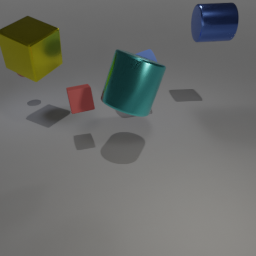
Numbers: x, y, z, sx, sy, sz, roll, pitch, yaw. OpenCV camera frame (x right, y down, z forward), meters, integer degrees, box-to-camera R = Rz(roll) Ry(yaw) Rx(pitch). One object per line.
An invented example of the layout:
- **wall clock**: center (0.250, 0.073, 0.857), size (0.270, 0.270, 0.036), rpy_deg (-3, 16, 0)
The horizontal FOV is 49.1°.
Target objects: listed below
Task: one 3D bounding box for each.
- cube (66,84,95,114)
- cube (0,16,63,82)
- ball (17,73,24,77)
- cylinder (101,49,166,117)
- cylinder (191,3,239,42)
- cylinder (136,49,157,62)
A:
- **cube**: center (-1.448, -0.898, 8.504), size (0.700, 0.700, 0.700), rpy_deg (-13, 19, -10)
- **cube**: center (-3.224, -2.661, 9.394), size (1.400, 1.400, 1.400), rpy_deg (26, 50, 17)
- **ball**: center (-4.379, -2.492, 11.784), size (0.700, 0.700, 0.700), rpy_deg (0, 30, 0)
- **cylinder**: center (0.128, -1.202, 7.473), size (1.400, 1.400, 1.400), rpy_deg (18, 17, -6)
- **cylinder**: center (3.330, -4.093, 10.899), size (1.400, 1.400, 1.400), rpy_deg (-4, 30, -4)
- **cylinder**: center (0.436, -2.218, 11.083), size (1.400, 1.400, 1.400), rpy_deg (-20, 31, 0)
